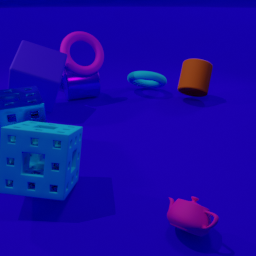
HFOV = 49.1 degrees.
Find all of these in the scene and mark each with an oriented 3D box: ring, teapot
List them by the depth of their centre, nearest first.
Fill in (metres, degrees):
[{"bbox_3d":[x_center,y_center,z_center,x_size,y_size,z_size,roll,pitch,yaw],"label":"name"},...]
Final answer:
[{"bbox_3d":[0.949,1.332,4.365,0.679,0.535,1.092,28,-16,-29],"label":"teapot"},{"bbox_3d":[-1.519,-2.504,9.405,1.503,1.503,0.301,-14,-1,-26],"label":"ring"},{"bbox_3d":[0.717,-1.812,10.582,1.490,0.298,1.490,7,-5,1],"label":"ring"}]

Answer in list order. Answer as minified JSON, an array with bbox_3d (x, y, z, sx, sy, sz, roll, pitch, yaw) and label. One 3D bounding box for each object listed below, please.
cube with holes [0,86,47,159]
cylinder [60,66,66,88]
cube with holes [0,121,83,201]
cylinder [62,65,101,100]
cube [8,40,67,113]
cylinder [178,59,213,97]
[{"bbox_3d":[-2.649,-0.059,6.500,1.369,1.369,1.369,-10,28,-21],"label":"cube with holes"},{"bbox_3d":[-2.761,-2.141,11.135,0.835,0.835,0.835,32,36,17],"label":"cylinder"},{"bbox_3d":[-1.507,0.522,5.030,1.095,1.095,1.095,6,7,1],"label":"cube with holes"},{"bbox_3d":[-1.687,-1.640,10.030,1.150,1.150,1.150,-9,27,-19],"label":"cylinder"},{"bbox_3d":[-2.780,-1.557,8.613,1.386,1.386,1.386,15,49,-16],"label":"cube"},{"bbox_3d":[2.342,-1.730,9.774,1.042,1.042,1.042,13,-7,2],"label":"cylinder"}]
